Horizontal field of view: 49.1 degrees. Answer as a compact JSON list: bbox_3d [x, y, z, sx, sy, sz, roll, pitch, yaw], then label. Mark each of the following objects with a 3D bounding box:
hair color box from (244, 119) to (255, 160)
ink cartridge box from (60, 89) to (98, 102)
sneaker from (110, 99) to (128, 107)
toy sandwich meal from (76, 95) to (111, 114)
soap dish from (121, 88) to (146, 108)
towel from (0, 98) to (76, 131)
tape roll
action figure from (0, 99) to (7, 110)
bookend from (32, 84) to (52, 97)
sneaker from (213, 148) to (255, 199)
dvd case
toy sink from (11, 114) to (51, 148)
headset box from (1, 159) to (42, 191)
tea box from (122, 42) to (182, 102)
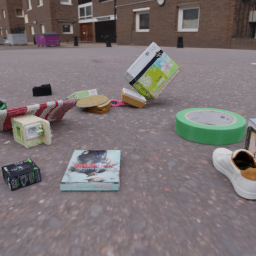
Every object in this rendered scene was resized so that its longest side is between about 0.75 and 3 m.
[{"bbox_3d":[3.895,0.825,7.192,0.831,1.357,2.741,1,21,3],"label":"hair color box"},{"bbox_3d":[-2.630,-1.597,14.970,1.321,0.435,1.815,-17,0,-39],"label":"ink cartridge box"},{"bbox_3d":[-0.490,-1.291,14.391,1.016,0.401,0.484,0,3,-7],"label":"sneaker"},{"bbox_3d":[-1.650,-1.128,13.628,1.752,0.600,1.752,-8,21,3],"label":"toy sandwich meal"},{"bbox_3d":[0.238,-1.493,14.090,1.283,0.521,1.010,21,18,-14],"label":"soap dish"},{"bbox_3d":[-3.615,-0.497,10.819,2.828,0.322,2.037,-14,-9,-31],"label":"towel"},{"bbox_3d":[3.148,-0.133,10.825,2.590,0.623,2.590,0,20,0],"label":"tape roll"},{"bbox_3d":[-6.035,-0.892,12.530,1.606,0.743,2.719,-28,19,-4],"label":"action figure"},{"bbox_3d":[-5.122,-2.260,16.664,1.090,0.502,1.083,-8,21,-18],"label":"bookend"},{"bbox_3d":[2.994,0.883,7.611,0.852,0.991,2.340,-3,19,-4],"label":"sneaker"},{"bbox_3d":[-0.960,1.142,7.980,1.509,0.228,2.067,0,21,1],"label":"dvd case"},{"bbox_3d":[-3.396,0.129,9.753,1.357,0.884,0.760,19,28,39],"label":"toy sink"},{"bbox_3d":[-2.820,1.225,7.503,0.865,0.401,0.753,-14,25,-34],"label":"headset box"},{"bbox_3d":[1.188,-2.788,14.307,2.076,2.043,1.387,-49,8,-9],"label":"tea box"}]
